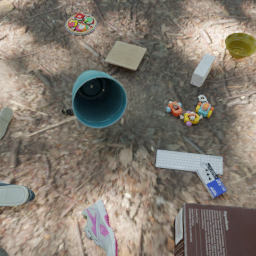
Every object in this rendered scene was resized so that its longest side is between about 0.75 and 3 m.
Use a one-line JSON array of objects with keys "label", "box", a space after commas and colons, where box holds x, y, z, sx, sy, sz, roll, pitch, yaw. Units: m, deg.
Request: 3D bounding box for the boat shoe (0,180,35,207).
[{"label": "boat shoe", "box": [-4.513, 2.294, 9.795, 2.522, 0.780, 0.944, -4, 73, 9]}]

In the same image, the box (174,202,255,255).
[{"label": "box", "box": [2.674, 3.516, 8.373, 2.364, 1.962, 1.941, 4, 58, 3]}]

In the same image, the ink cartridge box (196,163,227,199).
[{"label": "ink cartridge box", "box": [3.050, 1.929, 10.306, 0.559, 0.263, 1.189, -24, 65, -11]}]

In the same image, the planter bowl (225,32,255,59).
[{"label": "planter bowl", "box": [5.468, -3.888, 13.732, 1.612, 0.671, 1.612, 0, 58, 0]}]

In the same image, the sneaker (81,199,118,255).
[{"label": "sneaker", "box": [-0.937, 3.440, 9.143, 0.930, 0.858, 2.109, -19, 52, -10]}]

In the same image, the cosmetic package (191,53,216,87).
[{"label": "cosmetic package", "box": [3.467, -2.671, 12.936, 0.518, 0.737, 1.454, 27, 63, 15]}]

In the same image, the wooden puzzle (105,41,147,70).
[{"label": "wooden puzzle", "box": [-0.095, -3.478, 13.670, 1.594, 0.398, 1.721, 19, 55, 11]}]

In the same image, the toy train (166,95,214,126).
[{"label": "toy train", "box": [2.705, -0.887, 11.948, 1.934, 0.538, 1.452, -19, 60, -11]}]

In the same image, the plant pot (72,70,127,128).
[{"label": "plant pot", "box": [-1.171, -1.230, 10.170, 1.894, 1.894, 1.780, -16, 31, -10]}]

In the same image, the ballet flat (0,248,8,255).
[{"label": "ballet flat", "box": [-4.348, 4.031, 9.104, 1.002, 0.232, 0.338, 20, 33, 6]}]

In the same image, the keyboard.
[{"label": "keyboard", "box": [2.368, 1.314, 10.820, 2.534, 0.135, 0.713, 6, 59, 4]}]

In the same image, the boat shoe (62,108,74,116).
[{"label": "boat shoe", "box": [-2.309, -0.595, 10.736, 0.318, 0.868, 0.323, -11, 97, -30]}]

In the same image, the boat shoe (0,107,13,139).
[{"label": "boat shoe", "box": [-5.388, -0.042, 11.544, 0.564, 0.653, 1.799, -7, 52, 48]}]

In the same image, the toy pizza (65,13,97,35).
[{"label": "toy pizza", "box": [-2.527, -5.642, 15.053, 1.695, 0.269, 1.695, 0, 58, 0]}]
